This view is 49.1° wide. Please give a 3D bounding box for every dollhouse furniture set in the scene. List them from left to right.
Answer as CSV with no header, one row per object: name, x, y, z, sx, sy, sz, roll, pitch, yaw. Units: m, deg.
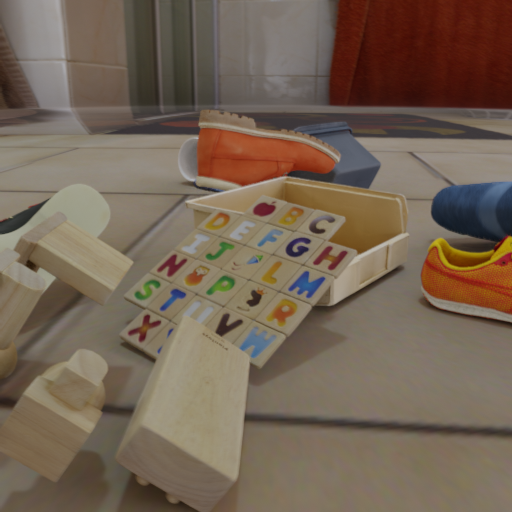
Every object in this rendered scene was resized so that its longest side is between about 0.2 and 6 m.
dollhouse furniture set,-1.454,1.174,4.544,2.154,1.755,2.048,34,17,-9

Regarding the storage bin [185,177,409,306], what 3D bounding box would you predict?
storage bin,0.648,-0.298,7.870,2.287,1.080,2.304,14,23,36

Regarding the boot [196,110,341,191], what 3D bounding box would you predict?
boot,0.185,-1.522,9.460,2.534,1.359,0.951,8,5,-18

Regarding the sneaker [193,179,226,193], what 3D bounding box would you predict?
sneaker,-0.508,-1.778,12.500,1.811,0.745,0.669,-5,8,-12

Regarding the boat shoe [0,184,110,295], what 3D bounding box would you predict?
boat shoe,-2.827,0.087,6.476,0.832,0.971,2.655,-24,17,42

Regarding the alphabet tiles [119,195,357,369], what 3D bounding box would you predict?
alphabet tiles,-0.222,0.212,6.039,2.065,0.079,2.482,20,54,39

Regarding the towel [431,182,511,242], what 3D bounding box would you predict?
towel,4.022,-0.580,7.642,2.105,0.915,3.770,-1,5,-5

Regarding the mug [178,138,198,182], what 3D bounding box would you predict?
mug,-1.035,-2.275,14.149,1.469,1.085,1.288,47,30,25

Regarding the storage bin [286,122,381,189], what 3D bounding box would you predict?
storage bin,1.665,-1.950,12.671,2.125,1.547,1.427,-16,52,-41

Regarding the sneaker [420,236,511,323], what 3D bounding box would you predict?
sneaker,3.108,0.306,6.311,2.444,0.943,0.892,9,19,22
